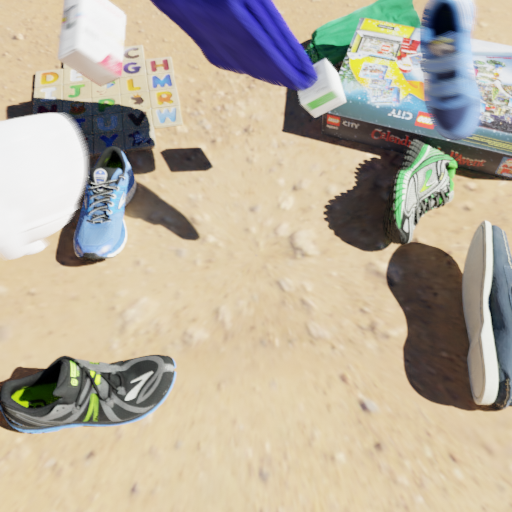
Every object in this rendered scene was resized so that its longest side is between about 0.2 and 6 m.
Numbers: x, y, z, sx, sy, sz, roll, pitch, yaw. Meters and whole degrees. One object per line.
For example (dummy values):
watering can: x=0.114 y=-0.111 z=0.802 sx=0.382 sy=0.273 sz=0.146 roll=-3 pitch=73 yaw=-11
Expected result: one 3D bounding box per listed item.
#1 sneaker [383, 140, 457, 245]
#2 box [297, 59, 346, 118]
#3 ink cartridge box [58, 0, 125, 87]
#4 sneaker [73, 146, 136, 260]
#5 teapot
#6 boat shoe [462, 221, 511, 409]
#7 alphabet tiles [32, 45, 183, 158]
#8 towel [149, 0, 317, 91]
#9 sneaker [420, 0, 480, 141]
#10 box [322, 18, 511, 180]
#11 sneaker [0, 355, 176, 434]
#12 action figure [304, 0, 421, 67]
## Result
sneaker: x=2.829 y=-1.088 z=9.521 sx=1.017 sy=0.932 sz=2.389 roll=21 pitch=54 yaw=15
box: x=0.987 y=-2.591 z=8.691 sx=0.581 sy=0.500 sz=0.584 roll=-22 pitch=67 yaw=25
ink cartridge box: x=-2.196 y=-2.949 z=7.535 sx=0.444 sy=0.765 sz=1.037 roll=-14 pitch=67 yaw=31
sneaker: x=-2.594 y=-0.928 z=9.337 sx=0.903 sy=1.025 sz=2.299 roll=0 pitch=52 yaw=0
teapot: x=-2.648 y=-0.664 z=6.040 sx=1.862 sy=1.378 sz=1.887 roll=-9 pitch=14 yaw=31
boat shoe: x=3.534 y=0.760 z=7.981 sx=0.887 sy=1.074 sz=2.868 roll=7 pitch=54 yaw=7
alphabet tiles: x=-3.159 y=-3.349 z=11.807 sx=2.996 sy=0.114 sz=3.601 roll=-9 pitch=52 yaw=-7
towel: x=-0.368 y=-3.446 z=8.431 sx=0.653 sy=1.946 sz=2.636 roll=-55 pitch=44 yaw=0
sneaker: x=2.149 y=-2.145 z=6.338 sx=0.620 sy=1.678 sz=0.690 roll=-4 pitch=11 yaw=29
box: x=3.474 y=-3.140 z=10.917 sx=3.800 sy=0.716 sz=2.595 roll=17 pitch=68 yaw=13
sneaker: x=-2.172 y=1.748 z=7.277 sx=2.290 sy=0.949 sz=0.812 roll=-10 pitch=54 yaw=-7
action figure: x=2.239 y=-4.845 z=12.431 sx=2.701 sy=0.739 sz=1.595 roll=-18 pitch=85 yaw=2
